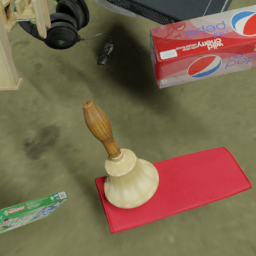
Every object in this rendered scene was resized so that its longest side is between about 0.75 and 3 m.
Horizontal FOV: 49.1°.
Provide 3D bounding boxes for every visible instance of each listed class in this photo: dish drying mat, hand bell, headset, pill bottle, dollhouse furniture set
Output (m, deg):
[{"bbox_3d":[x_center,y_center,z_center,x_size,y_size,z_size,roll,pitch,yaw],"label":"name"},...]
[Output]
[{"bbox_3d":[0.732,0.906,4.447,2.361,0.215,0.907,-13,56,-15],"label":"dish drying mat"},{"bbox_3d":[-0.175,0.239,3.320,0.773,1.485,0.773,-12,43,12],"label":"hand bell"},{"bbox_3d":[-1.324,-2.130,5.995,2.159,1.014,1.333,26,56,-11],"label":"headset"},{"bbox_3d":[0.136,-4.131,6.871,1.348,2.427,1.348,16,13,-4],"label":"pill bottle"},{"bbox_3d":[-1.508,-1.059,3.298,1.035,0.785,1.181,-4,38,-1],"label":"dollhouse furniture set"}]

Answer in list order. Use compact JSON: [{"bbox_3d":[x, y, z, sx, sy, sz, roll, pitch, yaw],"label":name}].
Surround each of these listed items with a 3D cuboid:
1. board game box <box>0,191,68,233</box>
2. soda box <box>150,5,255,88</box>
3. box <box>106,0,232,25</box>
[{"bbox_3d":[-1.513,1.283,4.196,1.064,0.716,0.155,-5,60,-52],"label":"board game box"},{"bbox_3d":[1.397,-1.240,4.208,2.074,0.726,0.658,-12,64,1],"label":"soda box"},{"bbox_3d":[0.828,-3.001,5.218,2.531,1.355,1.879,27,104,10],"label":"box"}]
